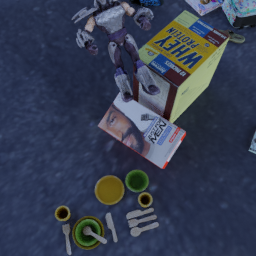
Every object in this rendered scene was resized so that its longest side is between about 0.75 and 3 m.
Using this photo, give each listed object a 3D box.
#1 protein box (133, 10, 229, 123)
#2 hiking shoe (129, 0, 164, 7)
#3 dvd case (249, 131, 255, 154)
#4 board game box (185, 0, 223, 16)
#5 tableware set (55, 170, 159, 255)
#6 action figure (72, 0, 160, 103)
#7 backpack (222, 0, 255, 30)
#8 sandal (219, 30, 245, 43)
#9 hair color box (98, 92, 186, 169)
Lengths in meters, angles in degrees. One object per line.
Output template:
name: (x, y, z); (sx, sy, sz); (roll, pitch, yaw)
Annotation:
protein box: (1.310, -1.534, 7.686); (1.415, 2.097, 2.082); (39, 70, 17)
hiking shoe: (0.687, -4.573, 10.161); (1.243, 0.462, 0.539); (21, 72, 21)
dvd case: (3.828, 0.393, 7.862); (0.642, 0.097, 0.880); (26, 67, 12)
board game box: (2.789, -4.680, 10.302); (0.981, 0.202, 0.984); (-31, 68, -14)
tableware set: (-0.536, 1.974, 6.929); (2.448, 0.376, 1.649); (-14, 64, -7)
action figure: (-0.144, -1.813, 5.959); (1.632, 2.508, 0.870); (-20, 27, 9)
backpack: (3.967, -4.254, 9.695); (1.203, 1.020, 1.355); (-14, 59, -8)
sandal: (3.443, -3.172, 9.499); (1.077, 0.307, 0.428); (12, 64, 6)
hair color box: (0.375, 0.064, 7.535); (2.057, 0.658, 1.141); (32, 89, 16)
